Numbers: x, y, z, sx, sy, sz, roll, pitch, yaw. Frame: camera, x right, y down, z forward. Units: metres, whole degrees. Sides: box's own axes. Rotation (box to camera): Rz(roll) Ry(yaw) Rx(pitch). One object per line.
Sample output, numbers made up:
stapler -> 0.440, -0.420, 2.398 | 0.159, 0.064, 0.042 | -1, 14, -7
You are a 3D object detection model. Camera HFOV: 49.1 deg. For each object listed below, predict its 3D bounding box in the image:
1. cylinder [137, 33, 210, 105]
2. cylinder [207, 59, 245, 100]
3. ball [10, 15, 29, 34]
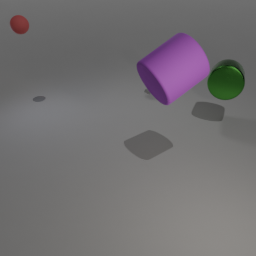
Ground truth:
cylinder -> 1.184, -1.558, 7.487 | 1.400, 1.400, 1.400 | -37, 38, -6
cylinder -> 4.060, -2.011, 11.546 | 1.400, 1.400, 1.400 | 10, 26, 18
ball -> -4.191, -3.988, 10.821 | 0.700, 0.700, 0.700 | 0, 29, 0
